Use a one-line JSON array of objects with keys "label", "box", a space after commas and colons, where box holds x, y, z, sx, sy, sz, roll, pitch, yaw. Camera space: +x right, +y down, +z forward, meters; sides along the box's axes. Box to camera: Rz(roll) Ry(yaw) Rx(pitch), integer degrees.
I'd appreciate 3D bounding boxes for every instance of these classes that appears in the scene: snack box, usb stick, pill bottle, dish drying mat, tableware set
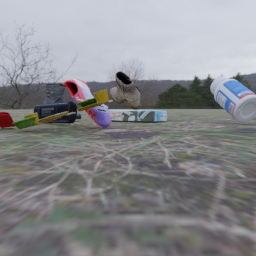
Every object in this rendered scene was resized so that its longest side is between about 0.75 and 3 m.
[{"label": "snack box", "box": [0.197, -0.468, 10.493, 2.242, 0.416, 1.302, 2, 3, 24]}, {"label": "usb stick", "box": [-2.358, -0.476, 8.891, 0.387, 0.659, 2.376, 0, 1, -43]}, {"label": "pill bottle", "box": [3.426, -1.017, 9.125, 0.959, 0.959, 1.709, -1, 36, -17]}, {"label": "dish drying mat", "box": [-3.050, -0.191, 6.914, 0.397, 0.094, 1.034, -8, -13, -15]}, {"label": "tableware set", "box": [-1.478, -0.452, 6.548, 2.212, 0.339, 1.490, -16, 5, 7]}]

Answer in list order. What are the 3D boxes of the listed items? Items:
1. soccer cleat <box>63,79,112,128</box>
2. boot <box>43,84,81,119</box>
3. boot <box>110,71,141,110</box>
[{"label": "soccer cleat", "box": [-1.094, -0.663, 7.514, 0.667, 1.744, 0.582, -6, -37, -51]}, {"label": "boot", "box": [-2.545, -1.053, 10.747, 1.941, 1.278, 0.677, 14, 5, 25]}, {"label": "boot", "box": [-0.210, -1.599, 11.120, 0.726, 1.510, 2.066, -41, 50, -17]}]
